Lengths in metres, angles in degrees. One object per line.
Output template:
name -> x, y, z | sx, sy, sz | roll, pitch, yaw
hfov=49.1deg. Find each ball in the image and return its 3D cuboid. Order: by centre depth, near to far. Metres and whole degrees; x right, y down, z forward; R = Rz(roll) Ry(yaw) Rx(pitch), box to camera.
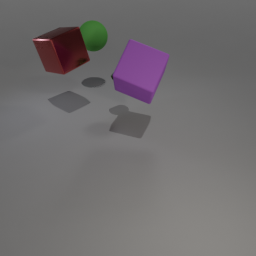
ball -> -1.660, -4.346, 13.253 | 1.400, 1.400, 1.400 | 0, 32, 0

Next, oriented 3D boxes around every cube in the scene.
cube -> 0.419, -1.850, 9.461 | 1.400, 1.400, 1.400 | 23, 80, 5
cube -> -2.626, -3.093, 11.124 | 1.400, 1.400, 1.400 | 18, 45, 43

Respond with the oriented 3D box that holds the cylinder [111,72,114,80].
cylinder -> -0.211, -2.109, 11.152 | 0.700, 0.700, 0.700 | 37, 19, -15
